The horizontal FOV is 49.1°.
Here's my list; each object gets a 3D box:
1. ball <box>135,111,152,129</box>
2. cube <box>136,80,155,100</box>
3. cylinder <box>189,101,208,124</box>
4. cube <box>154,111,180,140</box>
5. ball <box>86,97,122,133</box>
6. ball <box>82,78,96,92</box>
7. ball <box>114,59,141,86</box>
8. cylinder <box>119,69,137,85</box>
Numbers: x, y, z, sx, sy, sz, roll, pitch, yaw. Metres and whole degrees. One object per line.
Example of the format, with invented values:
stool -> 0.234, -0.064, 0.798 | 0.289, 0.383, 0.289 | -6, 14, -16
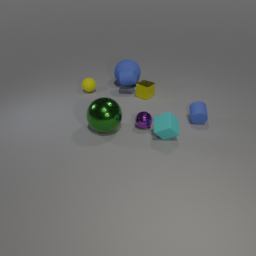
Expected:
ball -> 0.633, -0.323, 11.273 | 0.700, 0.700, 0.700 | 0, 31, 0
cube -> 0.861, -1.894, 13.851 | 0.700, 0.700, 0.700 | 21, 37, 30
cylinder -> 2.916, -0.629, 11.597 | 0.700, 0.700, 0.700 | 2, 50, 4
cube -> 1.435, -0.075, 10.408 | 0.700, 0.700, 0.700 | -19, 53, 33
ball -> -0.919, -0.499, 10.923 | 1.400, 1.400, 1.400 | 0, 31, 0
ball -> -1.991, -2.196, 14.254 | 0.700, 0.700, 0.700 | 0, 31, 0
ball -> -0.029, -2.928, 14.826 | 1.400, 1.400, 1.400 | 0, 31, 0
cylinder -> 0.004, -2.474, 13.692 | 0.700, 0.700, 0.700 | -5, 29, 16
